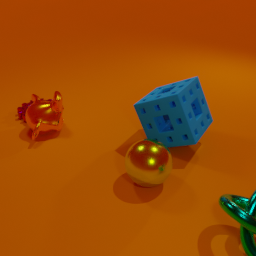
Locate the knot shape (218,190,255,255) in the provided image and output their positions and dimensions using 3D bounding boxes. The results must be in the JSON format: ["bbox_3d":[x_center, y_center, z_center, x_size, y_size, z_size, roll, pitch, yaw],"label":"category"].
[{"bbox_3d":[2.234,1.556,4.891,1.378,0.680,1.472,24,51,-6],"label":"knot shape"}]

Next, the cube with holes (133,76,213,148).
[{"bbox_3d":[1.241,-0.394,7.492,1.334,1.334,1.334,-10,20,40],"label":"cube with holes"}]

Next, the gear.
[{"bbox_3d":[-2.972,-0.595,9.320,1.320,0.244,1.320,-1,31,0],"label":"gear"}]

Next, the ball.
[{"bbox_3d":[0.461,0.776,6.273,1.074,1.074,1.074,0,31,0],"label":"ball"}]

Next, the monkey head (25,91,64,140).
[{"bbox_3d":[-2.418,-0.485,8.131,1.073,1.281,1.781,-1,47,-19],"label":"monkey head"}]
